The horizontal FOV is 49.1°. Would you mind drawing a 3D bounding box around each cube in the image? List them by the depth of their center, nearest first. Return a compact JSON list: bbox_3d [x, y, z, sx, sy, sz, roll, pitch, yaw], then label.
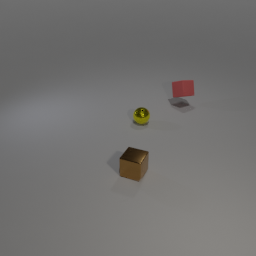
[{"bbox_3d":[0.193,1.108,8.671,0.700,0.700,0.700,12,32,21],"label":"cube"},{"bbox_3d":[2.477,-1.762,12.588,0.700,0.700,0.700,-8,5,-34],"label":"cube"}]

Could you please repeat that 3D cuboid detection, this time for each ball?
[{"bbox_3d":[0.553,-0.502,11.411,0.700,0.700,0.700,0,30,0],"label":"ball"}]
